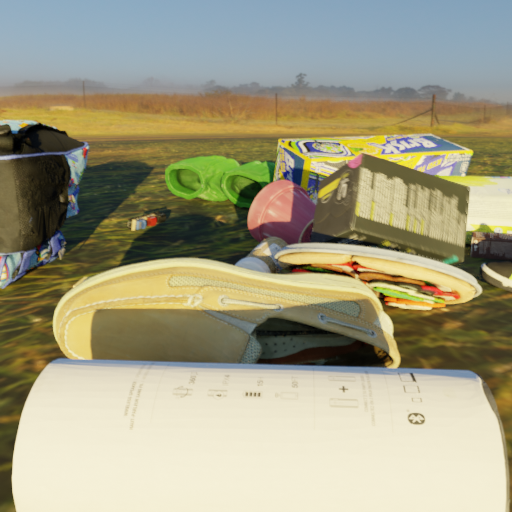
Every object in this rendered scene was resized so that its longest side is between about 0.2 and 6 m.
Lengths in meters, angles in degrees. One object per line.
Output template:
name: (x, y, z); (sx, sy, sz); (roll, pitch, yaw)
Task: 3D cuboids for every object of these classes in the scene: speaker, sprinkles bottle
speaker: (-0.002, 1.151, 3.335); (2.591, 1.052, 1.052); (1, 15, 3)
sprinkles bottle: (0.081, 0.125, 7.126); (0.475, 0.475, 1.391); (4, 15, 14)

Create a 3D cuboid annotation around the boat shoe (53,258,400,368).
boat shoe: (-0.226, 0.714, 5.069); (3.167, 1.135, 1.206); (-3, 27, -9)

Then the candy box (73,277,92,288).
candy box: (-1.257, 0.615, 5.923); (1.240, 0.723, 0.350); (1, 15, 3)

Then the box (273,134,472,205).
box: (2.677, -1.815, 12.811); (4.509, 1.580, 1.450); (-8, 31, -27)

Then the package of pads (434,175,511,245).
package of pads: (4.588, -0.979, 11.172); (2.318, 1.023, 3.000); (4, 16, 15)

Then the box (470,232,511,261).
box: (4.160, -0.157, 9.435); (1.017, 0.381, 0.509); (4, 16, 20)

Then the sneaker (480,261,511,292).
sneaker: (4.132, 0.089, 7.660); (1.976, 0.818, 0.709); (5, 16, 18)

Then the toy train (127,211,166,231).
toy train: (-2.128, -0.684, 11.031); (0.320, 0.238, 1.395); (13, 15, 14)

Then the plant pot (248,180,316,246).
plant pot: (0.656, -0.547, 9.595); (1.225, 1.225, 1.096); (-12, 35, -38)

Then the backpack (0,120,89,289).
backpack: (-4.280, -1.004, 8.833); (3.109, 2.291, 3.406); (1, 16, 5)

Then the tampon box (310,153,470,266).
tampon box: (1.641, -0.466, 6.999); (1.549, 0.978, 1.161); (15, -15, -17)

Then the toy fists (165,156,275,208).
toy fists: (-0.630, -1.917, 14.508); (3.370, 1.159, 1.718); (11, 26, 30)

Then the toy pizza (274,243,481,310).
toy pizza: (1.346, 0.328, 6.492); (2.347, 0.372, 2.347); (12, -10, 2)
